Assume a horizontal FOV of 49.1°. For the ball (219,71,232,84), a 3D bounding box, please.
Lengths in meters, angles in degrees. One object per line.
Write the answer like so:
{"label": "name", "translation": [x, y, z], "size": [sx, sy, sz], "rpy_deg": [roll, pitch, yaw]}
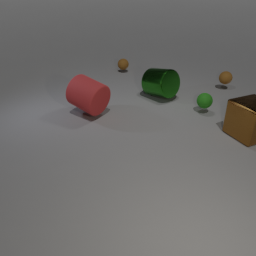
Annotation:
{"label": "ball", "translation": [5.284, -2.718, 15.161], "size": [0.700, 0.700, 0.700], "rpy_deg": [0, 29, 0]}

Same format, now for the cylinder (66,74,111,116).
{"label": "cylinder", "translation": [-1.706, -1.425, 12.080], "size": [1.400, 1.400, 1.400], "rpy_deg": [28, 38, 24]}

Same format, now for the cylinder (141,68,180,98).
{"label": "cylinder", "translation": [1.632, -2.256, 13.983], "size": [1.400, 1.400, 1.400], "rpy_deg": [-22, 25, -34]}

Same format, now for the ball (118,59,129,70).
{"label": "ball", "translation": [-0.306, -4.069, 17.857], "size": [0.700, 0.700, 0.700], "rpy_deg": [0, 29, 0]}

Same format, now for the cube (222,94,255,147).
{"label": "cube", "translation": [4.712, -0.333, 10.707], "size": [1.400, 1.400, 1.400], "rpy_deg": [-13, 31, -22]}

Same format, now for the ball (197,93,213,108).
{"label": "ball", "translation": [3.441, -1.227, 12.570], "size": [0.700, 0.700, 0.700], "rpy_deg": [0, 29, 0]}
